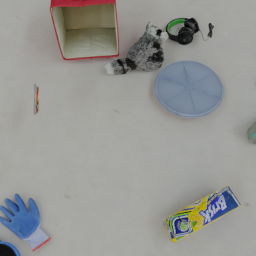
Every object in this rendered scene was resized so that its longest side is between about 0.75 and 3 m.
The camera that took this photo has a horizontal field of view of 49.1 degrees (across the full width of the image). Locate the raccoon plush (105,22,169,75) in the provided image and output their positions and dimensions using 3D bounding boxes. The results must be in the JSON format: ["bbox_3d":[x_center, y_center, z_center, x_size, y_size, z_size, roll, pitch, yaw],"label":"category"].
[{"bbox_3d":[0.353,-3.560,12.136,2.923,1.414,1.958,-6,55,-3],"label":"raccoon plush"}]

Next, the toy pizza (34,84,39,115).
[{"bbox_3d":[-3.129,-0.979,9.568,0.174,1.096,1.096,1,61,-18],"label":"toy pizza"}]

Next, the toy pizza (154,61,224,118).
[{"bbox_3d":[2.480,-1.587,11.537,2.829,0.448,2.829,-1,63,1],"label":"toy pizza"}]

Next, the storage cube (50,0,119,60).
[{"bbox_3d":[-1.737,-4.777,11.897,2.501,2.926,2.630,-5,56,-2],"label":"storage cube"}]

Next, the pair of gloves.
[{"bbox_3d":[-3.924,3.498,8.976,2.618,0.298,2.105,-37,68,-18],"label":"pair of gloves"}]

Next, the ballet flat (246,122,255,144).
[{"bbox_3d":[5.798,-0.321,10.601,2.902,0.924,0.978,-30,69,-15],"label":"ballet flat"}]

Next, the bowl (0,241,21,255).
[{"bbox_3d":[-3.997,4.217,8.471,1.470,0.288,1.470,4,64,-8],"label":"bowl"}]

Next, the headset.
[{"bbox_3d":[2.769,-4.520,12.730,2.215,1.041,1.368,24,65,24],"label":"headset"}]

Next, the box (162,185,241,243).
[{"bbox_3d":[2.353,2.775,9.034,2.385,0.836,0.767,-24,66,-12],"label":"box"}]
